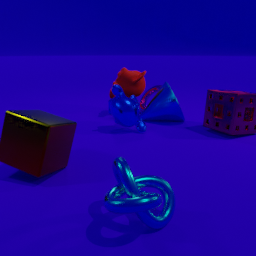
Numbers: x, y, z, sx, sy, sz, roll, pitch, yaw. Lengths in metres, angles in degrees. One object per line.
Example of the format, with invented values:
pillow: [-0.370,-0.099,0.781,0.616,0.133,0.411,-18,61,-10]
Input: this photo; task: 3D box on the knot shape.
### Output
knot shape: [0.098,0.869,3.993,1.173,0.542,1.098,20,19,-46]

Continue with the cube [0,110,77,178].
cube: [-1.774,0.250,5.552,1.006,1.006,1.006,18,10,17]

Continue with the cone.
cone: [0.953,-0.599,9.636,1.494,1.489,1.489,-26,15,7]

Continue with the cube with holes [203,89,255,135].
cube with holes: [3.100,-0.503,8.272,1.141,1.141,1.141,-2,14,-28]

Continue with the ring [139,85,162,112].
ring: [0.968,-1.093,10.718,0.259,1.296,1.296,38,-8,-34]

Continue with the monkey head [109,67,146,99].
monkey head: [0.005,-1.482,10.299,1.133,1.880,1.353,28,60,2]

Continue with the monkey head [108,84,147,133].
monkey head: [0.022,-0.617,8.489,1.193,1.658,0.999,-39,12,-26]
